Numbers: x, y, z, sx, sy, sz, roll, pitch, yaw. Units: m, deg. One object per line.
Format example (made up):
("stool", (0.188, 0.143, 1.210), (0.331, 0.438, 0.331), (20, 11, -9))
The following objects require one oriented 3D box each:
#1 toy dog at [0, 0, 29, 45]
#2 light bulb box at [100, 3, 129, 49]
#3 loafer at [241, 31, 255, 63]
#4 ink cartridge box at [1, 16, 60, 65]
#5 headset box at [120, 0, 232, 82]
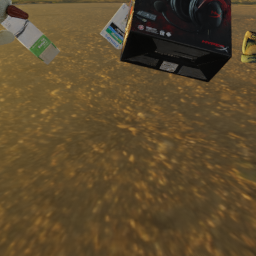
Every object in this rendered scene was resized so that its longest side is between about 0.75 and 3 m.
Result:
("toy dog", (-2.431, -1.709, 4.913), (1.093, 2.268, 1.496), (34, 63, -11))
("light bulb box", (-0.211, -3.733, 10.435), (0.854, 1.369, 1.357), (41, 15, -7))
("loafer", (3.773, -1.862, 6.168), (2.394, 0.753, 0.860), (4, 19, 30))
("ink cartridge box", (-2.946, -2.764, 8.520), (1.537, 0.648, 1.123), (44, 0, -3))
("headset box", (1.081, -2.635, 6.140), (2.079, 1.049, 2.797), (12, 67, -8))
